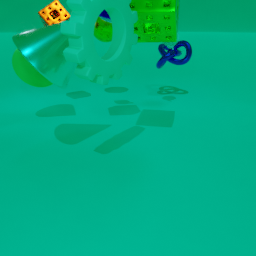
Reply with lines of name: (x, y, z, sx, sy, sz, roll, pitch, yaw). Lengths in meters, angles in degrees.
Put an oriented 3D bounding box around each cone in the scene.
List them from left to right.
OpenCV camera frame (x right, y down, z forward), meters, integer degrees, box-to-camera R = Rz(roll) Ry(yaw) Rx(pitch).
cone: (-2.565, -2.265, 8.546, 1.569, 1.569, 1.575, -16, -6, -35)
cone: (-1.459, -2.072, 6.528, 1.648, 1.642, 1.642, -42, 21, 8)

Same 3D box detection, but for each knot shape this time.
knot shape: (1.813, -3.119, 12.096, 1.552, 0.766, 1.659, -40, 39, -17)

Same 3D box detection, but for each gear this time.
gear: (-0.489, -1.905, 5.690, 0.366, 1.979, 1.979, 18, 27, 31)

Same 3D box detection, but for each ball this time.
ball: (-0.897, -4.112, 11.366, 1.223, 1.223, 1.223, 0, 21, 0)

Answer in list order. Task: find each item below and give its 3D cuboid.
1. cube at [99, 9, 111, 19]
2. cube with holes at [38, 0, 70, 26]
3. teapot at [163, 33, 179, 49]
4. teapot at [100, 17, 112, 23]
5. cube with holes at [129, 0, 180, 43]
cube: (-0.556, -3.519, 7.594, 0.914, 0.914, 0.914, 8, 28, -18)
cube with holes: (-2.616, -3.938, 10.278, 0.845, 0.845, 0.845, -39, -4, -8)
teapot: (1.559, -3.269, 10.098, 0.684, 1.100, 0.539, 13, -13, -29)
teapot: (-0.597, -3.675, 8.942, 1.059, 0.519, 0.659, 20, 14, 8)
cube with holes: (0.633, -2.991, 6.977, 1.197, 1.197, 1.197, 3, -16, 12)
